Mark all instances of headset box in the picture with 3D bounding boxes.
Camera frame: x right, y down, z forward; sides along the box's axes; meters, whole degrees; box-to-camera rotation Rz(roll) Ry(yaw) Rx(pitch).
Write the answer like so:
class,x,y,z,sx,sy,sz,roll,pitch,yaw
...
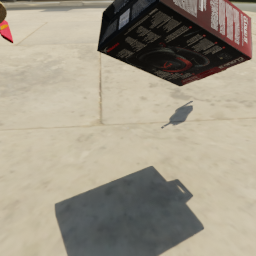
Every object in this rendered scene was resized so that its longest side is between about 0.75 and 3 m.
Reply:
class,x,y,z,sx,sy,sz,roll,pitch,yaw
headset box,1.027,-1.832,5.668,2.654,0.996,1.973,16,-18,-31

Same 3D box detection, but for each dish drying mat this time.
class,x,y,z,sx,sy,sz,roll,pitch,yaw
dish drying mat,-3.761,-3.008,8.508,0.441,0.104,1.148,25,29,-51

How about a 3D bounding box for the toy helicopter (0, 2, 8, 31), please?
class,x,y,z,sx,sy,sz,roll,pitch,yaw
toy helicopter,-2.598,-1.861,4.978,1.007,0.666,0.397,-39,54,-2
